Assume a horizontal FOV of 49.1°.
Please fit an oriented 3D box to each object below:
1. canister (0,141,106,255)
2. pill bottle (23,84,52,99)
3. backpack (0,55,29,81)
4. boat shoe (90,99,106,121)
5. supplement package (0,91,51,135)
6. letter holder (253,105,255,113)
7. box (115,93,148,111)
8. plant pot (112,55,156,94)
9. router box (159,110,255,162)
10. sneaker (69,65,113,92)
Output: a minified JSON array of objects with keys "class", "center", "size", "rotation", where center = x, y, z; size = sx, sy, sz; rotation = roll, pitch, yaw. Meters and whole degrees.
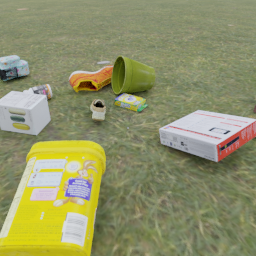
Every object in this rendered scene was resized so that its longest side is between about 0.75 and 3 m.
[{"class":"canister","center":[-1.728,1.734,6.815],"size":[2.100,1.224,2.827],"rotation":[-2,43,5]},{"class":"pill bottle","center":[-4.122,-1.561,12.808],"size":[1.158,0.674,0.674],"rotation":[-19,37,-25]},{"class":"backpack","center":[-6.128,-3.249,15.002],"size":[1.532,1.174,1.346],"rotation":[-14,29,-34]},{"class":"boat shoe","center":[-1.193,-0.881,11.589],"size":[0.666,0.597,1.800],"rotation":[5,24,-14]},{"class":"supplement package","center":[-4.027,-0.593,10.827],"size":[1.541,1.169,1.161],"rotation":[8,34,12]},{"class":"letter holder","center":[5.799,-0.810,11.656],"size":[0.459,0.649,0.913],"rotation":[-16,36,-23]},{"class":"box","center":[0.170,-1.137,12.473],"size":[1.355,0.328,0.795],"rotation":[20,38,25]},{"class":"plant pot","center":[0.319,-2.450,13.381],"size":[1.716,1.782,1.782],"rotation":[1,30,-24]},{"class":"router box","center":[2.688,0.147,9.556],"size":[2.188,0.596,2.438],"rotation":[-24,24,-31]},{"class":"sneaker","center":[-1.431,-2.338,13.968],"size":[2.931,1.070,1.130],"rotation":[-18,60,-21]}]
